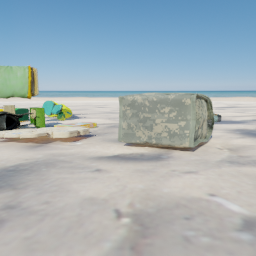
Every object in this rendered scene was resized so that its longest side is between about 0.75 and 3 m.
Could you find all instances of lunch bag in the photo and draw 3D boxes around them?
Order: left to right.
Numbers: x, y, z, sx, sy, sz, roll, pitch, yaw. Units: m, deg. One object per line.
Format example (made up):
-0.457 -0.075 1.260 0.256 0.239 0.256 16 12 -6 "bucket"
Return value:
1.090 -0.244 7.193 1.885 1.351 2.299 3 3 26 "lunch bag"

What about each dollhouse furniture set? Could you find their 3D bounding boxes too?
-4.001 -1.155 10.288 1.549 2.365 1.187 -6 10 -28 "dollhouse furniture set"

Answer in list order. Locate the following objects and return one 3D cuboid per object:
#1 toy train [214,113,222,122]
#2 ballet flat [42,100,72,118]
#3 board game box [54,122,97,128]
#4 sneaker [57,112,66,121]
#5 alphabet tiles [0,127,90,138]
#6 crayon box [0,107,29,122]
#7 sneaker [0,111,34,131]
3.793 -0.478 12.871 1.048 0.447 0.597 -4 17 -31 "toy train"
-3.918 -0.964 15.618 0.924 0.921 2.756 22 -5 -37 "ballet flat"
-1.955 -0.058 10.297 0.756 0.237 1.583 4 11 36 "board game box"
-3.243 -0.598 13.725 0.372 0.420 1.005 -4 7 -25 "sneaker"
-2.481 0.142 8.102 2.565 0.187 2.508 0 4 22 "alphabet tiles"
-5.985 -0.586 12.686 2.183 0.636 1.883 3 8 25 "crayon box"
-4.439 -0.209 9.039 1.339 0.771 2.566 -2 2 28 "sneaker"
